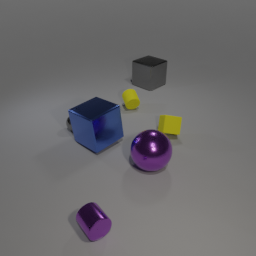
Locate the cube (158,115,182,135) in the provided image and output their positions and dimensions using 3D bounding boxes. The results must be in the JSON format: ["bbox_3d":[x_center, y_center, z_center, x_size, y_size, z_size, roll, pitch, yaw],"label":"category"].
[{"bbox_3d":[1.648,-0.130,11.101,0.700,0.700,0.700,7,1,-12],"label":"cube"}]

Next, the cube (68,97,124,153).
[{"bbox_3d":[-1.185,-0.165,10.578,1.400,1.400,1.400,-31,39,-34],"label":"cube"}]

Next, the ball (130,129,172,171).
[{"bbox_3d":[0.777,0.742,9.351,1.400,1.400,1.400,0,32,0],"label":"ball"}]

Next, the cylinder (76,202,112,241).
[{"bbox_3d":[-0.893,2.421,7.284,0.700,0.700,0.700,-21,37,-30],"label":"cylinder"}]

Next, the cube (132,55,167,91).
[{"bbox_3d":[1.188,-3.074,15.569,1.400,1.400,1.400,27,40,36],"label":"cube"}]

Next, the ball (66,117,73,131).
[{"bbox_3d":[-2.208,-0.217,11.586,0.700,0.700,0.700,0,32,0],"label":"ball"}]

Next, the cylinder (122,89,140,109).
[{"bbox_3d":[0.138,-1.355,13.169,0.700,0.700,0.700,-9,52,-15],"label":"cylinder"}]
